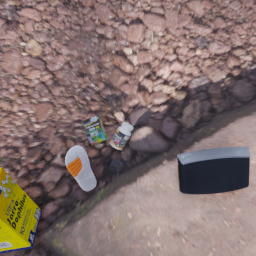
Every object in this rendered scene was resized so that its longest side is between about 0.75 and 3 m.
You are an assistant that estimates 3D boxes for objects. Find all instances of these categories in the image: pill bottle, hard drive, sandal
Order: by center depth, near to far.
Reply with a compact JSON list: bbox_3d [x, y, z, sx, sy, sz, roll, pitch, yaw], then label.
[{"bbox_3d":[2.410,1.235,7.814,1.977,0.418,1.333,-6,111,2],"label":"hard drive"},{"bbox_3d":[-1.367,1.116,7.856,0.627,1.637,0.469,-27,38,-16],"label":"sandal"},{"bbox_3d":[-0.180,0.235,8.391,0.450,0.450,0.774,33,104,10],"label":"pill bottle"}]

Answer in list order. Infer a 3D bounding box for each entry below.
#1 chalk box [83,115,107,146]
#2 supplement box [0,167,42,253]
[{"bbox_3d":[-0.950,0.123,8.185,0.519,0.515,0.832,-21,42,0],"label":"chalk box"},{"bbox_3d":[-3.154,2.075,6.880,1.089,1.988,1.082,-14,40,11],"label":"supplement box"}]
